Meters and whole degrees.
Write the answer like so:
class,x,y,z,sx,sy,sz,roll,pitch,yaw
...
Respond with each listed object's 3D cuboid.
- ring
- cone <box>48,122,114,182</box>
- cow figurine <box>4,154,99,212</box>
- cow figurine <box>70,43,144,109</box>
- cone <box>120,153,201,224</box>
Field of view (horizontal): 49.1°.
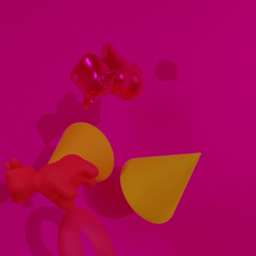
class,x,y,z,sx,sy,sz,roll,pitch,yaw
ring,-0.654,2.291,4.984,0.364,1.820,1.820,-27,81,6
cone,-1.187,0.723,5.307,1.339,1.344,1.339,11,113,27
cow figurine,-1.207,0.741,4.318,1.183,0.660,1.202,33,45,14
cow figurine,-0.301,-0.919,5.479,0.944,1.720,1.692,-44,39,26
cone,0.907,0.915,5.731,1.539,1.539,1.545,52,125,8
